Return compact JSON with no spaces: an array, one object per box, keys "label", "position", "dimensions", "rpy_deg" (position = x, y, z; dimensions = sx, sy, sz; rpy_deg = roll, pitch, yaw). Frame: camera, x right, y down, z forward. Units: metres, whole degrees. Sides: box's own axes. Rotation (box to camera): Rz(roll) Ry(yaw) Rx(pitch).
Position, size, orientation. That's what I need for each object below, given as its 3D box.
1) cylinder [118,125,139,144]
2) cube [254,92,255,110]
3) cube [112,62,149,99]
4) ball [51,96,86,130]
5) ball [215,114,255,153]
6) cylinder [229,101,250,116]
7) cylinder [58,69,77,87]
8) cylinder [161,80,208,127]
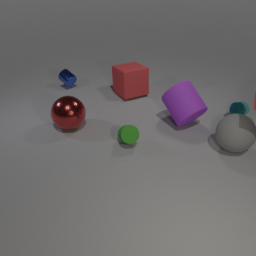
[{"label":"cylinder","position":[0.010,0.233,10.500],"dimensions":[0.700,0.700,0.700],"rpy_deg":[-7,1,-11]},{"label":"cube","position":[4.372,-0.793,8.532],"dimensions":[0.700,0.700,0.700],"rpy_deg":[32,58,-20]},{"label":"cube","position":[0.119,-2.427,14.156],"dimensions":[1.400,1.400,1.400],"rpy_deg":[-16,30,-23]},{"label":"ball","position":[-2.428,-0.617,11.412],"dimensions":[1.400,1.400,1.400],"rpy_deg":[0,32,0]},{"label":"ball","position":[3.879,0.185,10.083],"dimensions":[1.400,1.400,1.400],"rpy_deg":[0,32,0]},{"label":"cylinder","position":[4.850,-0.811,12.189],"dimensions":[0.700,0.700,0.700],"rpy_deg":[22,19,31]},{"label":"cylinder","position":[-3.205,-2.661,14.872],"dimensions":[0.700,0.700,0.700],"rpy_deg":[40,46,16]},{"label":"cylinder","position":[2.311,-0.999,11.526],"dimensions":[1.400,1.400,1.400],"rpy_deg":[-21,73,-29]}]
